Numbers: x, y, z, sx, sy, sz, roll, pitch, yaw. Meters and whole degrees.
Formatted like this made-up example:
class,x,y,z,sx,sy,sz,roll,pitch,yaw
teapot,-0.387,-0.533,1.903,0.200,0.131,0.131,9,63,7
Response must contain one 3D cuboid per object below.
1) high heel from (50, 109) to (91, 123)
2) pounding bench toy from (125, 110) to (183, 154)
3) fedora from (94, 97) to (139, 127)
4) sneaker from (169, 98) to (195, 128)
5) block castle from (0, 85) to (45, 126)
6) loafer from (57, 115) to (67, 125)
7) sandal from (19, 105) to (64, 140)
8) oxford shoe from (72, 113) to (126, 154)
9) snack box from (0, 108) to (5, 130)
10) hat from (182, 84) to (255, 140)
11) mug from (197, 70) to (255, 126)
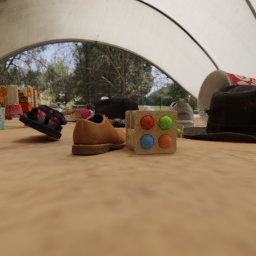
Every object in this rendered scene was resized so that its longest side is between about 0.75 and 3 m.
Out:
class,x,y,z,sx,sy,sz,roll,pitch,yaw
high heel,-3.242,-0.729,15.847,2.323,0.782,1.114,-5,-7,-6
pounding bench toy,0.434,0.034,3.585,0.827,0.514,0.645,-1,3,-13
fedora,-0.446,-0.615,11.033,2.437,1.113,2.437,0,2,0
sneaker,1.543,-0.374,7.916,0.835,0.916,2.234,0,3,3
block castle,-4.427,-0.685,10.469,1.974,1.386,2.953,-5,0,0
loafer,-3.043,-0.386,12.943,0.460,0.476,1.356,-1,3,-11
sandal,-1.622,-0.182,5.537,0.799,0.509,2.125,25,-2,-13
oxford shoe,-0.308,0.051,3.783,0.484,0.484,1.358,-1,1,16
snack box,-5.105,-0.265,7.749,2.679,0.710,1.905,1,3,27
hat,2.450,-0.366,5.788,2.810,1.133,2.810,-1,2,0
mug,4.418,-0.670,10.129,2.993,2.656,1.997,3,-35,-20
